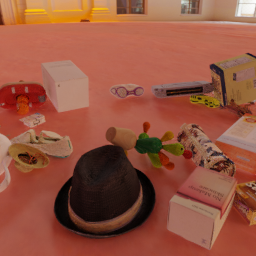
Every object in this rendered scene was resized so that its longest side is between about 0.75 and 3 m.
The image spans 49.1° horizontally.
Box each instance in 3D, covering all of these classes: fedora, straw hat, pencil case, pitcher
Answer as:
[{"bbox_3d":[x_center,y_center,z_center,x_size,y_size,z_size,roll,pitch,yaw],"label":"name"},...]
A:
[{"bbox_3d":[-0.590,1.378,7.396,2.989,1.365,2.989,0,27,0],"label":"fedora"},{"bbox_3d":[-3.214,1.081,8.831,1.333,0.564,1.333,30,16,-10],"label":"straw hat"},{"bbox_3d":[2.376,0.758,8.876,0.984,1.131,2.529,-28,29,3],"label":"pencil case"},{"bbox_3d":[-4.013,1.089,8.153,1.800,1.272,2.098,2,35,7],"label":"pitcher"}]

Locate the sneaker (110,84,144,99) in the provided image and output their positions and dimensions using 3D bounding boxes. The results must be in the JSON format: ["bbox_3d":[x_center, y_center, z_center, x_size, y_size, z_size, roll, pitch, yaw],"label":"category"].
[{"bbox_3d":[-0.128,-1.993,14.959,1.889,0.707,0.941,-2,21,-23],"label":"sneaker"}]

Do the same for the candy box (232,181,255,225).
[{"bbox_3d":[3.709,1.872,7.389,1.796,0.507,1.048,-8,29,-12],"label":"candy box"}]

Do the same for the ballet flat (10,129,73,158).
[{"bbox_3d":[-3.115,0.441,9.877,2.532,0.909,0.909,5,27,12],"label":"ballet flat"}]

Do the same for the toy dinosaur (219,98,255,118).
[{"bbox_3d":[4.829,-0.769,12.321,1.709,0.733,1.158,18,30,27],"label":"toy dinosaur"}]

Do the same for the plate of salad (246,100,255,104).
[{"bbox_3d":[5.936,-1.578,14.421,1.335,0.321,1.335,1,27,0],"label":"plate of salad"}]

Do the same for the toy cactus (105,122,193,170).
[{"bbox_3d":[0.357,0.386,8.757,2.873,1.469,2.371,18,-4,45],"label":"toy cactus"}]

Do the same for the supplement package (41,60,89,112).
[{"bbox_3d":[-3.150,-2.145,13.901,1.610,1.590,2.655,-13,35,-25],"label":"supplement package"}]

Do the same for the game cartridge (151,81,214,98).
[{"bbox_3d":[2.736,-2.034,14.556,2.938,0.595,1.959,-5,18,1],"label":"game cartridge"}]

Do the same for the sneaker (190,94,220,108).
[{"bbox_3d":[3.838,-1.433,13.860,1.525,0.565,0.637,20,35,34],"label":"sneaker"}]

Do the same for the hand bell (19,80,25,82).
[{"bbox_3d":[-4.764,-2.072,15.032,1.052,1.052,2.021,20,21,34],"label":"hand bell"}]

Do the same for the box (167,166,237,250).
[{"bbox_3d":[1.849,1.863,6.897,1.104,0.941,1.726,17,31,30],"label":"box"}]

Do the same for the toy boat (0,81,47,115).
[{"bbox_3d":[-4.921,-1.252,12.996,2.187,1.427,1.429,-5,57,-10],"label":"toy boat"}]

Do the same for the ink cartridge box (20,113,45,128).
[{"bbox_3d":[-4.066,-0.307,11.905,0.534,0.312,0.921,20,33,34],"label":"ink cartridge box"}]

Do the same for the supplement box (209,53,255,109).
[{"bbox_3d":[5.208,-2.266,13.464,1.980,1.982,1.331,-16,27,3],"label":"supplement box"}]

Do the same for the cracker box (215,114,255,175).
[{"bbox_3d":[4.477,0.511,9.702,1.933,0.833,2.887,21,32,35],"label":"cracker box"}]
